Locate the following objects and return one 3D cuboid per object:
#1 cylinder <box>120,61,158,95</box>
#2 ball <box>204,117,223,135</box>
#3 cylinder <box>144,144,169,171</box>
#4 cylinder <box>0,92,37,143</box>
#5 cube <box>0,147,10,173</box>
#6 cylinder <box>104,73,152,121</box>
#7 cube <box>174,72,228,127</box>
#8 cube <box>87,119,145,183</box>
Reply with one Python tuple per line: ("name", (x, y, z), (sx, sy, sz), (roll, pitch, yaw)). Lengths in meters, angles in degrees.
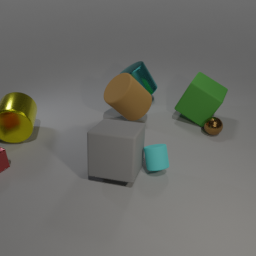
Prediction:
("cylinder", (0.442, -2.138, 13.007), (1.400, 1.400, 1.400), (-29, 23, 14))
("ball", (3.251, -0.078, 10.657), (0.700, 0.700, 0.700), (0, 30, 0))
("cylinder", (0.875, 0.890, 8.597), (0.700, 0.700, 0.700), (-9, 4, 1))
("cylinder", (-4.145, -0.404, 10.320), (1.400, 1.400, 1.400), (-4, 34, -7))
("cube", (-4.293, 1.011, 8.803), (0.700, 0.700, 0.700), (17, 35, 27))
("cylinder", (-0.002, -1.209, 11.035), (1.400, 1.400, 1.400), (-25, 47, 30))
("cube", (2.978, -1.179, 11.400), (1.400, 1.400, 1.400), (34, 38, 7))
("cube", (-0.323, 0.630, 8.474), (1.400, 1.400, 1.400), (7, 19, 14))
